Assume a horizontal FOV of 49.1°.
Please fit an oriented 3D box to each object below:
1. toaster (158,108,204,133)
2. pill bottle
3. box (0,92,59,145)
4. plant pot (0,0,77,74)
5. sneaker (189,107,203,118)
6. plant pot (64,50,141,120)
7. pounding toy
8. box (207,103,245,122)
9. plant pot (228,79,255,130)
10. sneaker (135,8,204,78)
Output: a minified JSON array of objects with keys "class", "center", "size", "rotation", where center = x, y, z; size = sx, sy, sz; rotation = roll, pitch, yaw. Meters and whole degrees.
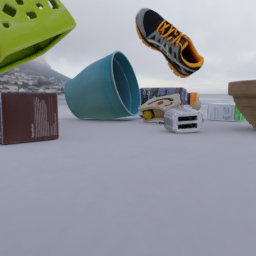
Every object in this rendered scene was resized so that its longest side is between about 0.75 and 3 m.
[{"class":"toaster","center":[1.386,-0.192,7.189],"size":[1.076,0.611,0.695],"rotation":[-3,8,-12]},{"class":"pill bottle","center":[1.837,-1.155,12.766],"size":[2.688,1.428,1.428],"rotation":[2,6,18]},{"class":"box","center":[-2.169,-0.234,5.734],"size":[1.180,0.969,0.979],"rotation":[-5,8,-44]},{"class":"plant pot","center":[-3.382,-2.988,7.673],"size":[2.501,2.269,2.488],"rotation":[-14,21,49]},{"class":"sneaker","center":[2.783,-0.589,11.477],"size":[0.740,0.556,1.485],"rotation":[0,6,1]},{"class":"plant pot","center":[-1.126,-1.523,11.766],"size":[2.537,2.700,2.700],"rotation":[-14,0,23]},{"class":"pounding toy","center":[1.487,-0.418,9.936],"size":[2.104,1.207,1.203],"rotation":[-7,29,35]},{"class":"box","center":[4.065,-0.652,11.481],"size":[1.281,0.702,1.452],"rotation":[5,8,29]},{"class":"plant pot","center":[4.173,-0.589,7.466],"size":[2.900,1.339,2.900],"rotation":[-1,6,0]},{"class":"sneaker","center":[1.345,-2.700,8.649],"size":[2.680,1.049,1.035],"rotation":[39,-14,-19]}]
